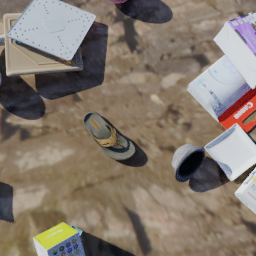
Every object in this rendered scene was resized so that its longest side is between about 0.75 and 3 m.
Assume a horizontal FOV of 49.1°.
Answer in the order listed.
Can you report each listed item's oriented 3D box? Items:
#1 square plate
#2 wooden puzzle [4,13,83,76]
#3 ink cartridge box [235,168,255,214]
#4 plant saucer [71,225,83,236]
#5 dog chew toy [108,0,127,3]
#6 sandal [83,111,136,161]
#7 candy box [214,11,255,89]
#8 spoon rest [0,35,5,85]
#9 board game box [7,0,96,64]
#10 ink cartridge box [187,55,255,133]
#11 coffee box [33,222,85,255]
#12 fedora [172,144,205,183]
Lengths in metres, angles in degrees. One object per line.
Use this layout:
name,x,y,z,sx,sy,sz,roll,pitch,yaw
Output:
square plate,3.167,0.713,8.401,1.276,0.181,1.264,-35,77,-5
wooden puzzle,-2.804,-2.813,9.278,2.366,0.476,2.558,-7,68,-11
ink cartridge box,3.881,1.706,7.924,0.993,0.598,1.367,43,79,11
plant saucer,-1.652,3.222,7.725,0.353,0.096,1.009,29,76,4
dog chew toy,-0.574,-5.315,9.774,1.217,1.217,1.954,-26,68,-8
sandal,-0.613,0.201,8.400,0.821,0.548,2.009,-40,77,-11
candy box,4.294,-2.611,8.770,2.431,0.870,2.040,-25,74,-24
spoon rest,-4.321,-1.990,8.878,0.707,1.160,2.334,4,60,4
board game box,-2.454,-3.318,9.261,2.157,0.279,2.158,22,63,0
ink cartridge box,3.298,-1.045,8.788,1.817,0.537,2.270,-39,76,-10
coffee box,-1.722,3.056,7.049,0.879,0.880,0.870,-20,104,-36
fedora,1.656,0.929,8.090,0.541,1.060,1.198,44,108,44
